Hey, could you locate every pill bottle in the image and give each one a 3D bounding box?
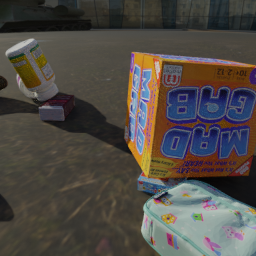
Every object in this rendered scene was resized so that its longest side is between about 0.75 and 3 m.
[{"bbox_3d":[-4.606,-2.269,13.326,1.263,1.263,2.250,-10,26,-22],"label":"pill bottle"},{"bbox_3d":[-3.567,-2.165,10.742,1.216,2.157,1.216,-17,33,11],"label":"pill bottle"}]

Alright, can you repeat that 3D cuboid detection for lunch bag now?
[{"bbox_3d":[1.379,1.720,4.821,1.717,0.825,2.141,-17,29,-34],"label":"lunch bag"}]

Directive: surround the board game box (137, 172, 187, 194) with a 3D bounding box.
[{"bbox_3d":[0.861,1.191,6.685,1.024,0.286,1.002,9,26,19],"label":"board game box"}]

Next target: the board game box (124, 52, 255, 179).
[{"bbox_3d":[1.468,-0.462,7.066,2.529,2.531,2.529,1,18,-14],"label":"board game box"}]

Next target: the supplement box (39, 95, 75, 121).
[{"bbox_3d":[-2.729,-0.827,10.953,0.925,0.518,1.700,2,25,5],"label":"supplement box"}]

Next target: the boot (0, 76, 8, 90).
[{"bbox_3d":[-6.950,-1.660,12.502,2.907,1.086,1.409,-6,36,5],"label":"boot"}]
